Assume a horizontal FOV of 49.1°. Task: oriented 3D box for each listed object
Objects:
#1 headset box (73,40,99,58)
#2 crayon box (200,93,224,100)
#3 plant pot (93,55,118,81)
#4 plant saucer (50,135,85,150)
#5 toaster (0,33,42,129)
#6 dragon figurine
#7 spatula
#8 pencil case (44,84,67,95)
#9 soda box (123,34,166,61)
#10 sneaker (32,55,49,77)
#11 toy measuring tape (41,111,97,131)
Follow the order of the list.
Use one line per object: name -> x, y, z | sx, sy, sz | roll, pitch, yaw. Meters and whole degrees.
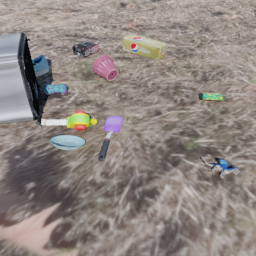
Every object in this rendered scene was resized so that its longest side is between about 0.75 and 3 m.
headset box -> -2.139, -4.139, 14.558 | 0.870, 0.451, 1.169 | 29, 48, 31
crayon box -> 3.282, -1.237, 10.932 | 0.815, 0.237, 0.484 | 3, 11, 3
plant pot -> -0.922, -2.572, 12.290 | 0.962, 0.962, 0.861 | -26, 60, -29
plant saucer -> -1.883, 0.491, 8.768 | 1.069, 0.206, 1.069 | 6, 17, -2
toaster -> -4.075, -1.648, 9.827 | 1.646, 2.508, 2.774 | -10, 39, -10
dragon figurine -> 2.696, 1.119, 8.073 | 1.009, 0.297, 0.502 | 31, 48, 32
spatula -> -0.640, 0.304, 9.165 | 0.596, 0.217, 2.108 | 5, 39, 9
pencil case -> -2.923, -1.566, 11.351 | 0.889, 0.411, 0.378 | -5, 4, 1
soda box -> 0.816, -4.160, 14.381 | 2.203, 0.705, 0.746 | 23, 44, 27
sneaker -> -4.494, -2.595, 12.239 | 0.830, 0.920, 2.246 | 22, 43, 27
toy measuring tape -> -1.957, -0.250, 9.367 | 1.869, 0.688, 0.688 | 1, 38, -10
